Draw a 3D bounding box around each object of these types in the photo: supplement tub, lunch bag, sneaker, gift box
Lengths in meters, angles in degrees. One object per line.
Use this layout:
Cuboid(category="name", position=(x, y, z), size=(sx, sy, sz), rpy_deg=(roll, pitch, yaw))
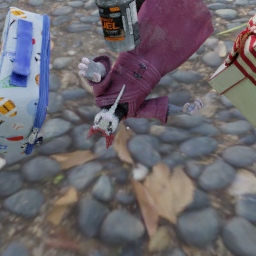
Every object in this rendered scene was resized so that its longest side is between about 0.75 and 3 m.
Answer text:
Cuboid(category="supplement tub", position=(-0.116, -1.392, 3.521), size=(0.470, 0.767, 0.470), rpy_deg=(-7, 38, 6))
Cuboid(category="lunch bag", position=(-1.934, -0.796, 5.088), size=(0.944, 2.001, 2.498), rpy_deg=(7, 58, -26))
Cuboid(category="sneaker", position=(0.547, -2.750, 6.155), size=(2.935, 1.163, 1.107), rpy_deg=(-23, 46, -33))
Cuboid(category="gift box", position=(2.273, -0.981, 3.852), size=(1.536, 1.645, 1.518), rpy_deg=(44, 52, -2))

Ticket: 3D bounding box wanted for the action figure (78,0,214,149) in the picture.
Cuboid(category="action figure", position=(0.087, -0.994, 4.451), size=(2.777, 1.860, 2.068), rpy_deg=(-55, 29, 2))
